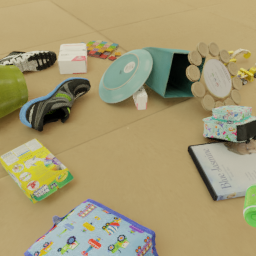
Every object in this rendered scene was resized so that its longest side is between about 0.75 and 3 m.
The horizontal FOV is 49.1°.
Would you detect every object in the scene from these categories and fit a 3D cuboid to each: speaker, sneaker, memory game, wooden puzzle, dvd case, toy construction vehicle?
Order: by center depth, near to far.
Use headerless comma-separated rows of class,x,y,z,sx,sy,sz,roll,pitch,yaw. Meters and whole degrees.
speaker,2.091,1.240,4.558,0.371,0.371,0.840,18,25,20
dvd case,3.296,1.010,7.902,2.736,0.240,1.952,-8,39,-8
sneaker,-2.287,-0.785,9.630,1.183,1.012,2.854,37,51,14
memory game,3.057,-1.731,9.759,2.739,2.739,0.174,-34,7,-33
toy construction vehicle,4.788,-2.636,11.802,2.066,0.727,1.798,-16,43,-18
sneaker,-4.426,-2.914,12.010,2.657,0.883,1.202,-24,49,-23
wooden puzzle,-1.405,-3.860,13.642,2.487,0.175,1.475,16,43,18

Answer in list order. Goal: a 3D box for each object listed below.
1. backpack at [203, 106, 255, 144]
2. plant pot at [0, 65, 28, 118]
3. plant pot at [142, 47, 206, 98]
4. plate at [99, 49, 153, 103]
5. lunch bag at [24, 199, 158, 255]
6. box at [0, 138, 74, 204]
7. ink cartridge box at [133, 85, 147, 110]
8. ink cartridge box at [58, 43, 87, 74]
backpack,3.004,-0.113,8.430,1.294,1.098,1.458,-15,10,-41
plant pot,-4.627,-1.180,9.255,2.189,2.274,2.274,-22,44,-40
plant pot,1.430,-2.289,10.597,1.582,1.583,2.240,-6,29,-32
plate,-0.210,-2.019,10.354,2.455,0.314,2.455,-23,47,27
lunch bag,-0.870,2.475,5.771,2.407,1.132,1.812,23,48,37
box,-2.461,1.166,7.608,1.182,0.487,2.015,-31,47,-32
ink cartridge box,0.427,-1.151,10.162,0.365,0.626,0.860,-6,41,-7
ink cartridge box,-2.399,-3.074,12.356,1.176,0.664,1.605,-4,41,-4
